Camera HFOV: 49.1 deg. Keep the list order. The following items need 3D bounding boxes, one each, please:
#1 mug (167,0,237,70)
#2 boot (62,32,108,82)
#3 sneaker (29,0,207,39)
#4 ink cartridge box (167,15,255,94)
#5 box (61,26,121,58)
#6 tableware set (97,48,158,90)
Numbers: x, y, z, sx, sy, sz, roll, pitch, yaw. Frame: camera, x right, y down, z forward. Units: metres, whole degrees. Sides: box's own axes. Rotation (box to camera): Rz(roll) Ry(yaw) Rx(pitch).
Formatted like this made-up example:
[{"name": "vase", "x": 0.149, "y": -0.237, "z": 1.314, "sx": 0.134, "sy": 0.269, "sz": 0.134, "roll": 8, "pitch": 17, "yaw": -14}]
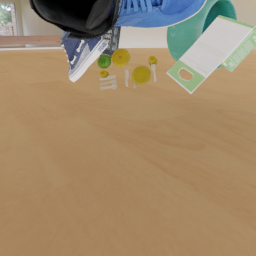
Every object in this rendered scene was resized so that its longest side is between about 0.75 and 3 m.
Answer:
[{"name": "mug", "x": 2.413, "y": -3.308, "z": 9.289, "sx": 1.635, "sy": 2.645, "sz": 2.173, "roll": 20, "pitch": -8, "yaw": 43}, {"name": "boot", "x": -1.178, "y": -1.751, "z": 6.488, "sx": 1.835, "sy": 0.829, "sz": 0.668, "roll": -26, "pitch": 28, "yaw": 56}, {"name": "sneaker", "x": -0.035, "y": -2.052, "z": 4.466, "sx": 2.975, "sy": 1.142, "sz": 1.655, "roll": 1, "pitch": 29, "yaw": -5}, {"name": "ink cartridge box", "x": 1.895, "y": -1.634, "z": 6.428, "sx": 0.443, "sy": 1.849, "sz": 1.346, "roll": 33, "pitch": 15, "yaw": -33}, {"name": "box", "x": -1.134, "y": -3.634, "z": 9.196, "sx": 1.837, "sy": 2.329, "sz": 0.594, "roll": 7, "pitch": -4, "yaw": -18}, {"name": "tableware set", "x": -0.023, "y": -1.572, "z": 7.372, "sx": 1.613, "sy": 1.087, "sz": 0.248, "roll": -7, "pitch": -8, "yaw": 13}]
